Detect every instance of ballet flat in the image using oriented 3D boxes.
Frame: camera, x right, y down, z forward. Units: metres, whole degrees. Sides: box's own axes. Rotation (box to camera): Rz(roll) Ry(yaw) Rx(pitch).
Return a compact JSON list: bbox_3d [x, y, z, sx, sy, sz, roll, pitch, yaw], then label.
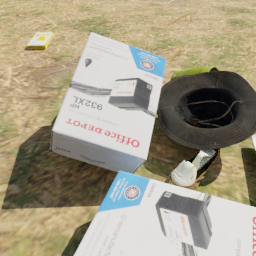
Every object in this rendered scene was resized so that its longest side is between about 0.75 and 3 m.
[{"bbox_3d":[1.520,0.936,6.452,2.052,0.742,0.696,-30,53,-32],"label":"ballet flat"}]

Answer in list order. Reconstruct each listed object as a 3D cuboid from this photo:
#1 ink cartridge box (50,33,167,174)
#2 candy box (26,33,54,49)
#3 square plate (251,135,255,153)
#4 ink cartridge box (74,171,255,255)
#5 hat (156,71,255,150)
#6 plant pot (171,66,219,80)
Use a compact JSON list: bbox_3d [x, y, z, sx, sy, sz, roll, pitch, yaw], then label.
[{"bbox_3d":[-0.405,-0.606,6.822,2.090,1.206,2.880,18,62,-7],"label":"ink cartridge box"},{"bbox_3d":[-4.183,-4.197,13.430,0.883,0.228,1.728,-2,38,2],"label":"candy box"},{"bbox_3d":[4.373,1.282,6.303,2.764,0.397,2.791,7,39,9],"label":"square plate"},{"bbox_3d":[0.809,2.099,4.582,2.832,1.185,2.054,13,38,16],"label":"ink cartridge box"},{"bbox_3d":[2.160,-0.285,7.623,2.926,1.180,2.926,-9,46,9],"label":"hat"},{"bbox_3d":[2.119,-1.408,9.149,1.292,1.342,1.342,18,40,36],"label":"plant pot"}]
